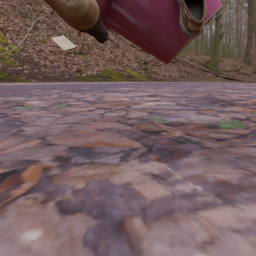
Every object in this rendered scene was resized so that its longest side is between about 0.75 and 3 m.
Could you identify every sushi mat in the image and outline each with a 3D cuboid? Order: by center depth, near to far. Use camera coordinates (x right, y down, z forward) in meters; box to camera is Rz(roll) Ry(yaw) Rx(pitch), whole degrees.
[{"bbox_3d":[-1.817,-2.421,7.956,0.391,0.049,0.817,-28,53,-26],"label":"sushi mat"}]

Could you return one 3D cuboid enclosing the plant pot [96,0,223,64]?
[{"bbox_3d":[0.611,-2.802,6.103,2.349,2.624,2.624,44,13,-2],"label":"plant pot"}]

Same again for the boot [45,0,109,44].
[{"bbox_3d":[-1.153,-2.308,4.564,0.728,2.011,1.673,-39,-3,7],"label":"boot"}]

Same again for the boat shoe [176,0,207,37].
[{"bbox_3d":[1.078,-2.279,4.756,0.520,1.372,0.493,-12,-7,-5],"label":"boat shoe"}]
